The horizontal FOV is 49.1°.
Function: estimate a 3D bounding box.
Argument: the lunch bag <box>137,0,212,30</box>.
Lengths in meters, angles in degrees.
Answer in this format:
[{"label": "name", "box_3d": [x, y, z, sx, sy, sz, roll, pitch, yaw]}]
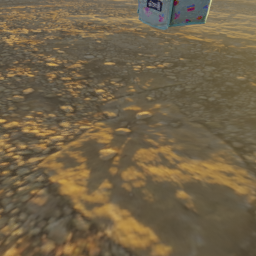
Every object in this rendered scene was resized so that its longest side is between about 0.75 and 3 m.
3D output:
[{"label": "lunch bag", "box_3d": [1.207, -3.589, 7.494, 1.942, 1.654, 1.184, -6, 66, -1]}]
